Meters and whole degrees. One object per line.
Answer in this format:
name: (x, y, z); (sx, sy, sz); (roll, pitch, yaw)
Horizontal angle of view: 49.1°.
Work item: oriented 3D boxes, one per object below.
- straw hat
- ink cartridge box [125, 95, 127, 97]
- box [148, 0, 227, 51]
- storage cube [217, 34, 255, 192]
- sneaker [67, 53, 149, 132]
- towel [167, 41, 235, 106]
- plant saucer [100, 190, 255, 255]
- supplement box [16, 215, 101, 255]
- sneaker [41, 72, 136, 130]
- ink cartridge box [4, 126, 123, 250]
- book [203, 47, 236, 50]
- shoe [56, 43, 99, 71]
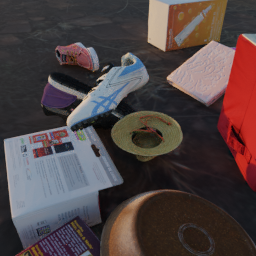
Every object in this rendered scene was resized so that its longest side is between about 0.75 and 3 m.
straw hat: (0.421, 0.333, 6.161); (1.615, 0.684, 1.615); (1, 36, -1)
ink cartridge box: (-0.403, -1.254, 8.677); (0.568, 0.331, 0.786); (-9, 37, -12)
box: (2.508, -4.616, 12.044); (2.995, 1.863, 1.460); (-17, 39, -22)
storage cube: (3.505, -0.401, 5.699); (2.706, 2.433, 2.313); (-1, 36, -3)
sneaker: (-0.351, -0.585, 4.418); (0.667, 0.673, 1.856); (-27, 15, 50)
towel: (2.534, -1.740, 8.674); (2.049, 0.330, 1.957); (-39, 46, -5)
plant saucer: (0.883, 1.676, 3.910); (2.509, 0.459, 2.509); (13, 29, -7)
supplement box: (-1.056, 2.050, 3.766); (1.563, 0.669, 0.862); (-26, 43, -32)
sneaker: (-0.896, -0.344, 7.042); (2.577, 1.128, 0.976); (26, 21, -5)
ink cartridge box: (-1.234, 0.891, 5.229); (1.776, 0.848, 2.023); (-13, 38, -18)
book: (4.362, -2.437, 10.076); (2.990, 0.718, 1.997); (0, 34, -1)
shoe: (-1.883, -2.518, 10.104); (1.030, 0.809, 2.265); (-18, 34, -21)
